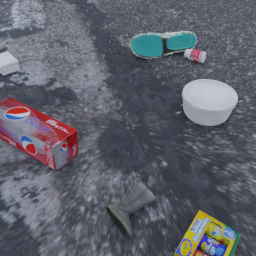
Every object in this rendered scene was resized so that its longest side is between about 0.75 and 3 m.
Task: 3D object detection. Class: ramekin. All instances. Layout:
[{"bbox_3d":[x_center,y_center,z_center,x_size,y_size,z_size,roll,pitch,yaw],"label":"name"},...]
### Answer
[{"bbox_3d":[2.416,-0.747,8.486,1.614,0.752,1.614,0,43,0],"label":"ramekin"}]

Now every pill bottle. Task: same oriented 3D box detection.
[{"bbox_3d":[2.640,-2.853,11.019,0.777,0.436,0.436,22,47,23],"label":"pill bottle"}]

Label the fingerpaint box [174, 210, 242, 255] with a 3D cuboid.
[{"bbox_3d":[1.542,2.300,5.428,0.911,0.401,1.092,26,49,26],"label":"fingerpaint box"}]

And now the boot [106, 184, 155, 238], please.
[{"bbox_3d":[0.162,1.770,6.095,1.024,0.372,0.931,-19,47,-29],"label":"boot"}]

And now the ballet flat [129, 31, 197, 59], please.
[{"bbox_3d":[1.383,-3.360,11.404,2.854,1.024,1.024,-7,43,-11],"label":"ballet flat"}]

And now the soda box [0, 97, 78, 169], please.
[{"bbox_3d":[-2.563,0.085,7.436,2.566,0.814,0.898,24,41,24],"label":"soda box"}]

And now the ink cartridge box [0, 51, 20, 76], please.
[{"bbox_3d":[-4.633,-2.444,10.592,0.703,0.404,0.969,-29,50,-28],"label":"ink cartridge box"}]
